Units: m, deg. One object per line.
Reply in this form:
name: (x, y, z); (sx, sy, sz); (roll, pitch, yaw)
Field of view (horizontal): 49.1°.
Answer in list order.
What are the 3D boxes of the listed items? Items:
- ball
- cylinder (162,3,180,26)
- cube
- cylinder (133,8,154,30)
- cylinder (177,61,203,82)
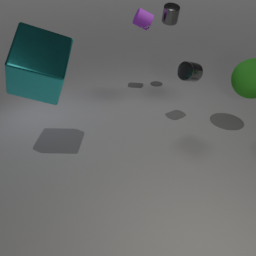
ball: (4.369, -1.733, 9.849); (1.400, 1.400, 1.400); (0, 30, 0)
cylinder: (1.854, -4.939, 12.149); (0.700, 0.700, 0.700); (2, 51, -3)
cube: (-2.388, -1.666, 7.547); (1.400, 1.400, 1.400); (13, 63, -16)
cylinder: (0.656, -4.709, 12.134); (0.700, 0.700, 0.700); (22, 26, -15)
cylinder: (2.283, -2.069, 10.300); (0.700, 0.700, 0.700); (27, 22, 38)
